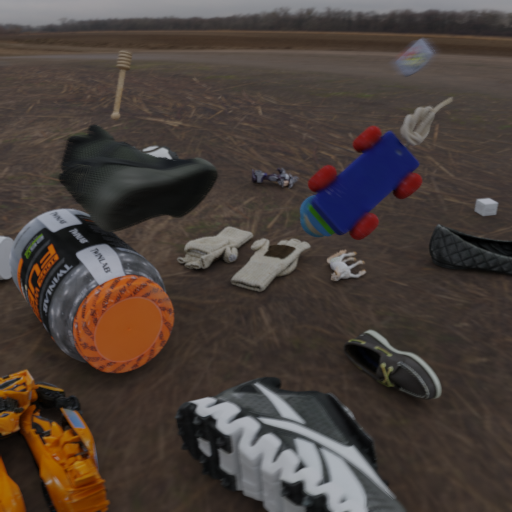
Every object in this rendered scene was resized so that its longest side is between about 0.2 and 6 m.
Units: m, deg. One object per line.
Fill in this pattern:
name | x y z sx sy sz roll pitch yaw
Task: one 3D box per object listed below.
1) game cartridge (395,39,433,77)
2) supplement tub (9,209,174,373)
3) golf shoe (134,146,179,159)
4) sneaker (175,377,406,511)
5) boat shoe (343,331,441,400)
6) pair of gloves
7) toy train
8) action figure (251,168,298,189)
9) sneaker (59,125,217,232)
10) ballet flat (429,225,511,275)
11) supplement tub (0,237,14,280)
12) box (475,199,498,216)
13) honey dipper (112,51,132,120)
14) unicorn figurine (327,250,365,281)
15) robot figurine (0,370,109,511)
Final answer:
game cartridge | 3.275 -4.069 11.590 0.143 0.700 0.466 -17 72 -52
supplement tub | -2.569 0.490 8.695 1.780 1.780 2.905 -18 30 -32
golf shoe | -3.329 -2.492 15.861 2.645 1.028 1.250 7 34 32
sneaker | 0.771 2.220 5.825 1.607 1.180 3.552 -25 33 -36
boat shoe | 1.864 1.583 7.870 0.491 0.581 1.630 -15 23 -24
pair of gloves | -0.291 -0.081 11.422 2.308 0.405 1.963 17 31 33
toy train | 1.784 -1.279 8.496 2.612 1.106 1.511 -42 2 -14
action figure | 0.537 -2.193 15.702 1.326 0.460 0.863 4 20 1
sneaker | -1.848 -1.342 8.798 1.689 1.127 2.949 41 30 16
ballet flat | 4.881 -0.125 11.037 2.835 0.805 0.942 3 26 6
supplement tub | -5.318 0.025 10.582 1.296 0.942 0.942 2 26 4
box | 5.661 -1.200 13.792 0.372 0.320 0.374 -6 27 -13
honey dipper | -1.747 -2.170 7.171 0.166 0.873 0.166 10 -1 0
unicorn figurine | 1.701 0.232 10.865 0.768 0.413 1.119 -16 14 -10
robot figurine | -2.757 2.174 6.421 1.834 0.736 2.530 -16 30 -33
